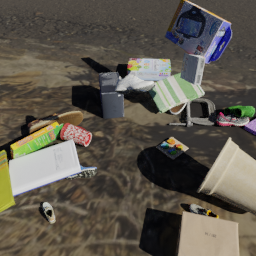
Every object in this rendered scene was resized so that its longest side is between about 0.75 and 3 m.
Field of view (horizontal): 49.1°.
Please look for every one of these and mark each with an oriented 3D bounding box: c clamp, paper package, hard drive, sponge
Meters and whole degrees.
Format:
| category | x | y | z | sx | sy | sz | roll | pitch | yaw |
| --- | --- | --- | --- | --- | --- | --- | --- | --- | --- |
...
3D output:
| category | x | y | z | sx | sy | sz | roll | pitch | yaw |
| --- | --- | --- | --- | --- | --- | --- | --- | --- | --- |
| c clamp | 2.980 | -0.760 | 12.555 | 1.979 | 0.314 | 2.317 | 9 | 39 | 11 |
| paper package | 2.059 | 3.088 | 7.298 | 1.519 | 0.786 | 1.448 | 9 | 39 | 10 |
| hard drive | -2.874 | 1.311 | 9.602 | 2.323 | 0.295 | 1.533 | -19 | 41 | -7 |
| sponge | 5.614 | -0.114 | 11.811 | 1.322 | 0.197 | 0.737 | -25 | 43 | -27 |

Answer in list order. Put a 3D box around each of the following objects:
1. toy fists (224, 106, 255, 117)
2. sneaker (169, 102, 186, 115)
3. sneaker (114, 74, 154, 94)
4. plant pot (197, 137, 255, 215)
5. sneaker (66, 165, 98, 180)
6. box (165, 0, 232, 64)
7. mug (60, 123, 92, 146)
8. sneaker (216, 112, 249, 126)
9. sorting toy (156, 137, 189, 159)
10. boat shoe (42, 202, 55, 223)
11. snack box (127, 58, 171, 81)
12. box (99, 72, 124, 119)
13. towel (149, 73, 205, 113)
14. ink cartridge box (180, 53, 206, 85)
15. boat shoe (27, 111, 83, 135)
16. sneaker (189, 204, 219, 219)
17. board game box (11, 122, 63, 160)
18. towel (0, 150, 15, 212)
| category | x | y | z | sx | sy | sz | roll | pitch | yaw |
| --- | --- | --- | --- | --- | --- | --- | --- | --- | --- |
| toy fists | 4.788 | -0.692 | 11.936 | 0.735 | 0.496 | 1.442 | -12 | 6 | -11 |
| sneaker | 2.391 | -1.308 | 13.084 | 0.708 | 0.824 | 1.946 | 22 | 63 | 8 |
| sneaker | 0.147 | -1.214 | 7.574 | 1.194 | 0.520 | 0.445 | 2 | -7 | 29 |
| plant pot | 3.396 | 1.601 | 8.511 | 1.830 | 1.999 | 1.999 | 32 | 47 | 18 |
| sneaker | -1.621 | 1.434 | 9.676 | 1.130 | 0.444 | 0.504 | -3 | 41 | -4 |
| box | 2.813 | -3.885 | 11.351 | 0.594 | 1.705 | 2.864 | 0 | 37 | -37 |
| mug | -1.963 | 0.209 | 11.015 | 1.047 | 0.698 | 0.929 | 19 | 55 | 17 |
| sneaker | 4.446 | -0.378 | 11.799 | 1.365 | 0.510 | 0.550 | -1 | 19 | -7 |
| sorting toy | 1.710 | 0.735 | 10.773 | 0.958 | 0.175 | 0.887 | -27 | 46 | -30 |
| boat shoe | -2.389 | 2.504 | 8.460 | 0.285 | 0.261 | 0.762 | -22 | 43 | -26 |
| snack box | 1.150 | -3.240 | 15.441 | 2.328 | 0.617 | 1.656 | 3 | 38 | 4 |
| box | -0.764 | -1.492 | 12.643 | 0.950 | 1.348 | 1.822 | -6 | 38 | -6 |
| towel | 2.150 | -1.700 | 12.823 | 2.185 | 0.256 | 1.667 | -22 | 59 | -1 |
| ink cartridge box | 2.575 | -2.383 | 11.242 | 0.335 | 1.084 | 1.337 | 1 | 22 | -13 |
| boat shoe | -3.020 | -0.298 | 11.608 | 2.281 | 0.823 | 0.821 | -23 | 45 | -17 |
| sneaker | 2.285 | 2.515 | 8.347 | 0.943 | 0.387 | 0.367 | 24 | 44 | 28 |
| board game box | -3.363 | 0.472 | 10.457 | 2.063 | 0.986 | 0.309 | -30 | 72 | -33 |
| towel | -4.341 | 1.809 | 9.214 | 1.065 | 0.223 | 2.474 | -33 | 45 | -3 |
